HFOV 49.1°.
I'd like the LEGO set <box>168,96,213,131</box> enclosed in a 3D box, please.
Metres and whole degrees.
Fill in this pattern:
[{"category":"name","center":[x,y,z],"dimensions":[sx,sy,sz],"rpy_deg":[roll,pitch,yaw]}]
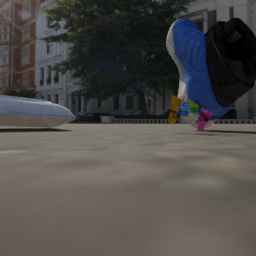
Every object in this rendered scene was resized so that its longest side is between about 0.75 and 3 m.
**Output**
[{"category":"LEGO set","center":[0.763,-0.197,3.890],"dimensions":[0.345,0.371,0.903],"rpy_deg":[13,16,-15]}]

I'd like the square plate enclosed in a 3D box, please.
[{"category":"square plate","center":[-2.832,-0.330,5.756],"dimensions":[2.944,0.419,2.916],"rpy_deg":[4,-4,-24]}]

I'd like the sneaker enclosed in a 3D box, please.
[{"category":"sneaker","center":[1.665,-1.581,5.509],"dimensions":[1.141,2.973,1.654],"rpy_deg":[21,-41,-21]}]
